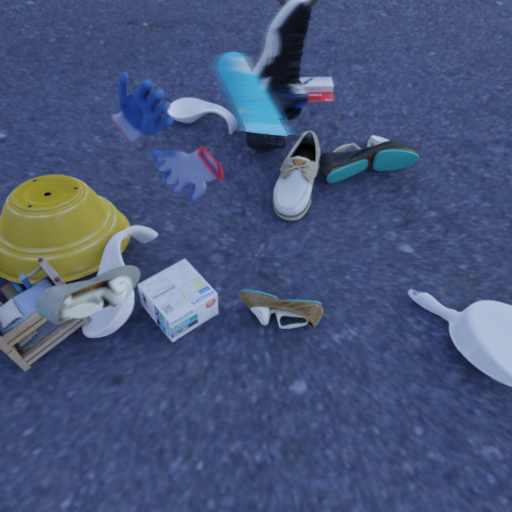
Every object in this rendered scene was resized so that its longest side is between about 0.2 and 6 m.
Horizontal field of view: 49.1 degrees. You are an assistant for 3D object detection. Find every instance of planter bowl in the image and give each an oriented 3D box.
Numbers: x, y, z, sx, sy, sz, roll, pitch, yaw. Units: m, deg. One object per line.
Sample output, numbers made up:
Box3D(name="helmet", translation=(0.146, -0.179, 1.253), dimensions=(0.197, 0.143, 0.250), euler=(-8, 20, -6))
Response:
Box3D(name="planter bowl", translation=(-4.088, -0.808, 11.290), dimensions=(2.918, 1.215, 2.918), euler=(0, 38, 0))

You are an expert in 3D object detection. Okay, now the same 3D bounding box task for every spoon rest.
Box3D(name="spoon rest", translation=(-2.653, 0.407, 10.668), dimensions=(1.284, 0.784, 2.585), euler=(-22, 40, 35))
Box3D(name="spoon rest", translation=(-1.408, -3.714, 14.543), dimensions=(1.911, 0.579, 0.950), euler=(19, 52, 15))

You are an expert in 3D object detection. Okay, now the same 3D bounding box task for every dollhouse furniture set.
Box3D(name="dollhouse furniture set", translation=(-4.346, 0.635, 10.076), dimensions=(1.468, 1.460, 2.083), euler=(-39, 59, -19))

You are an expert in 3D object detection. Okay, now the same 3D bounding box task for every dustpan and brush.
Box3D(name="dustpan and brush", translation=(3.986, 1.254, 10.288), dimensions=(2.609, 0.747, 1.821), euler=(40, 49, 22))

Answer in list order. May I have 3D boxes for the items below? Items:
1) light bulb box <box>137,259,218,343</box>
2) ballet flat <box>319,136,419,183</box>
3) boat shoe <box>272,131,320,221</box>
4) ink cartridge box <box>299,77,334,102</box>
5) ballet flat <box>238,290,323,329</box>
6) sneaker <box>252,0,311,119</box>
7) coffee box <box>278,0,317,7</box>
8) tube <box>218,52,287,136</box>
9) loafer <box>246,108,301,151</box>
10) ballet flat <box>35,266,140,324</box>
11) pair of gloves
Box3D(name="light bulb box", translation=(-1.458, 0.825, 10.548), dimensions=(1.093, 0.688, 1.103), euler=(-30, 57, -24))
Box3D(name="ballet flat", translation=(2.611, -2.388, 13.178), dimensions=(2.421, 0.823, 0.828), euler=(-12, 62, -11))
Box3D(name="boat shoe", translation=(0.923, -1.889, 12.784), dimensions=(0.920, 0.842, 2.463), euler=(9, 50, 8))
Box3D(name="ink cartridge box", translation=(1.625, -4.628, 15.555), dimensions=(1.033, 0.231, 0.910), euler=(-1, 48, -1))
Box3D(name="ballet flat", translation=(0.420, 1.054, 10.546), dimensions=(1.644, 0.557, 0.595), euler=(10, 69, 4))
Box3D(name="sneaker", translation=(0.753, -3.850, 11.449), dimensions=(0.882, 2.415, 1.351), euler=(-18, 59, -45))
Box3D(name="coffee box", translation=(0.751, -6.086, 12.448), dimensions=(0.664, 0.953, 1.667), euler=(-32, 39, 24))
Box3D(name="tube", translation=(-0.118, -2.471, 8.669), dimensions=(0.691, 0.449, 1.784), euler=(-4, 51, -25))
Box3D(name="loafer", translation=(0.625, -3.895, 14.413), dimensions=(1.139, 1.101, 3.244), euler=(13, 55, 6))
Box3D(name="ballet flat", translation=(-2.315, 0.609, 8.257), dimensions=(0.583, 0.616, 1.829), euler=(26, 27, 32))
Box3D(name="pair of gloves", translation=(-1.537, -1.916, 9.267), dimensions=(0.269, 2.358, 1.895), euler=(-47, 20, -26))
